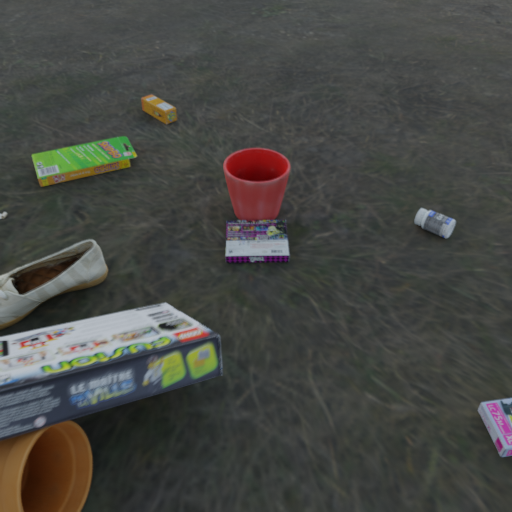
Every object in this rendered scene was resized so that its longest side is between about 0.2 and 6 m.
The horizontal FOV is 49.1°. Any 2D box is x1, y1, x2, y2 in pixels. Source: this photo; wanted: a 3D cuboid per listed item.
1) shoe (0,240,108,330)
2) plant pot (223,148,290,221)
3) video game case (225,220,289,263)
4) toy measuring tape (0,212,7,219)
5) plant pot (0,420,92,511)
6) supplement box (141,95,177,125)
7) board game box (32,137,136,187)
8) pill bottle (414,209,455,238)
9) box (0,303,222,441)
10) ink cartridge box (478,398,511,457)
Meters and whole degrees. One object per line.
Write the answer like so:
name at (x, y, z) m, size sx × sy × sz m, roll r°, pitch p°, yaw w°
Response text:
shoe at (-3.801, 0.441, 9.370) m, size 2.660 × 0.710 × 0.930 m, roll -25°, pitch 56°, yaw -28°
plant pot at (0.012, -1.332, 11.137) m, size 1.289 × 1.140 × 1.289 m, roll 0°, pitch 41°, yaw 0°
video game case at (0.012, -0.290, 10.658) m, size 1.186 × 0.212 × 1.075 m, roll -1°, pitch 42°, yaw -1°
toy measuring tape at (-5.662, -0.969, 11.280) m, size 1.207 × 0.444 × 0.444 m, roll 4°, pitch 42°, yaw 5°
plant pot at (-2.718, 2.626, 6.702) m, size 0.906 × 1.294 × 1.294 m, roll -6°, pitch 39°, yaw 20°
supplement box at (-2.519, -3.802, 14.518) m, size 0.379 × 0.366 × 1.100 m, roll -28°, pitch 49°, yaw -31°
board game box at (-3.884, -2.187, 12.744) m, size 2.186 × 0.328 × 1.044 m, roll -18°, pitch 45°, yaw -16°
pill bottle at (3.481, -0.649, 10.930) m, size 0.693 × 0.394 × 0.394 m, roll 28°, pitch 48°, yaw 27°
box at (-2.394, 1.427, 7.336) m, size 3.438 × 0.597 × 1.892 m, roll -10°, pitch 15°, yaw -30°
ink cartridge box at (3.812, 2.303, 7.719) m, size 1.242 × 0.261 × 0.741 m, roll -4°, pitch 42°, yaw -7°
